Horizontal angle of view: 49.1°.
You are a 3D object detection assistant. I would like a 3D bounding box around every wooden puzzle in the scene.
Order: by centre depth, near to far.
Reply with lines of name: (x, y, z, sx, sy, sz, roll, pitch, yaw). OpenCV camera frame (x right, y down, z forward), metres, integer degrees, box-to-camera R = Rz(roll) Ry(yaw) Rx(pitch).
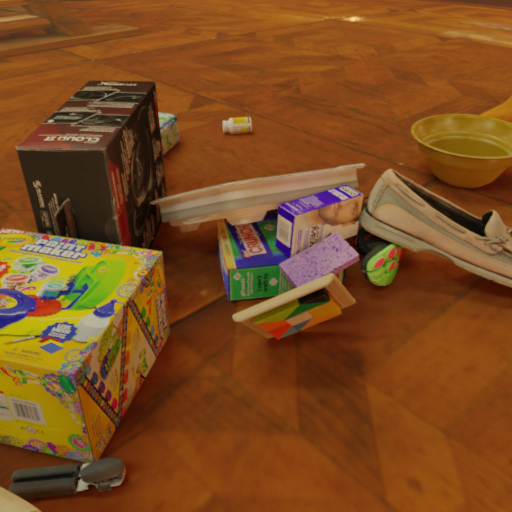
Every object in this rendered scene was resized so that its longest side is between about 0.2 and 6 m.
wooden puzzle: (0.581, 0.769, 7.642, 1.420, 1.535, 0.286, -24, 68, 13)

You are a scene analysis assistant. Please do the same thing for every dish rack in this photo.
dish rack: (0.063, -0.991, 9.973, 3.255, 0.709, 2.793, -13, 7, -38)

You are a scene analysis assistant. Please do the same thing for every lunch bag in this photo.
lunch bag: (-2.992, -3.001, 14.088, 1.650, 0.846, 2.052, 7, 33, 16)

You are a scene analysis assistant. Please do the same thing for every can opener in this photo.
can opener: (-2.103, 2.424, 6.241, 1.273, 0.426, 0.340, -4, 34, -6)

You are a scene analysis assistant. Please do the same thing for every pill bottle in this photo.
pill bottle: (-0.519, -3.544, 15.253, 0.760, 0.426, 0.426, -5, 34, -7)

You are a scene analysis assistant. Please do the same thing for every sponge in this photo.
sponge: (0.962, 0.102, 8.601, 1.079, 0.161, 0.602, -29, 52, -10)

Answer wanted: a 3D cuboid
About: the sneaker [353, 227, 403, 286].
sneaker: (2.086, -0.081, 9.816, 0.852, 0.781, 2.034, 9, 24, 19)

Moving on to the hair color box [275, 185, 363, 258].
hair color box: (1.022, -0.571, 9.037, 1.440, 0.787, 0.467, -20, 40, -31)

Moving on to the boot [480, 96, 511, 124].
boot: (7.578, -4.769, 15.532, 3.009, 2.154, 1.059, -12, 35, -17)

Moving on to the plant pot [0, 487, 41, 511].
plant pot: (-2.721, 2.897, 4.265, 1.862, 2.101, 2.103, 14, 34, 41)

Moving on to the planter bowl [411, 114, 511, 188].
planter bowl: (4.784, -2.270, 12.730, 2.605, 1.085, 2.605, 0, 33, 0)

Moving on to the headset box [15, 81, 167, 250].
headset box: (-2.605, -1.170, 9.627, 1.393, 2.685, 3.608, 2, 34, 5)

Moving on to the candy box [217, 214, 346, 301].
candy box: (0.366, -0.052, 9.665, 1.966, 0.757, 1.662, -7, 34, -7)

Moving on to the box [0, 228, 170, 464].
box: (-2.791, 1.022, 7.351, 2.540, 1.549, 2.447, 8, 33, 11)

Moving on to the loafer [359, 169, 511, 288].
loafer: (3.480, -0.394, 9.219, 3.441, 1.082, 1.237, 20, 22, 4)

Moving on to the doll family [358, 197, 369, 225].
doll family: (1.485, -0.843, 10.916, 1.947, 0.764, 1.125, 20, 43, 32)
